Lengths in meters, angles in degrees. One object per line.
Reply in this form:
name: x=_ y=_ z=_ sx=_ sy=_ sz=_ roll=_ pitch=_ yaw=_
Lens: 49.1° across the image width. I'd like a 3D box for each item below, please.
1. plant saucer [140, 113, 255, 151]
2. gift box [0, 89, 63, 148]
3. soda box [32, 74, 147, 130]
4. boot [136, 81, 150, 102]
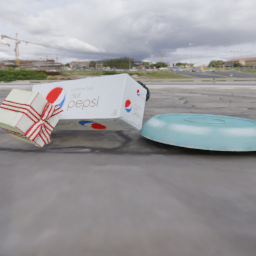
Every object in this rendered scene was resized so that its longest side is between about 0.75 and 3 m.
plant saucer: x=1.672 y=-0.013 z=6.092 sx=2.831 sy=0.388 sz=2.831 roll=1 pitch=9 yaw=0
gift box: x=-1.765 y=-0.180 z=5.176 sx=0.853 sy=0.842 sz=0.913 roll=12 pitch=-21 yaw=33
soda box: x=-0.998 y=-0.488 z=6.168 sx=2.712 sy=0.924 sz=0.863 roll=0 pitch=-17 yaw=32
boot: x=-0.644 y=-0.959 z=8.413 sx=2.255 sy=0.848 sz=1.686 roll=25 pitch=46 yaw=18
